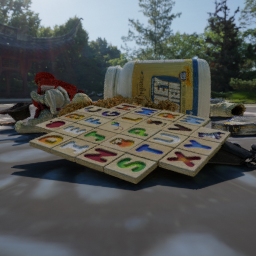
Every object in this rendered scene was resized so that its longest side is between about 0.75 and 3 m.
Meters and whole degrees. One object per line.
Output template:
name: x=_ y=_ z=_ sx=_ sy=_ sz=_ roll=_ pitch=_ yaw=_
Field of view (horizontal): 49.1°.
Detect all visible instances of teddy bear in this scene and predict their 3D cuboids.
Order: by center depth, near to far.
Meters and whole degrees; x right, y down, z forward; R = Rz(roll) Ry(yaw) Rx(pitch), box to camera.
teddy bear: x=-0.230 y=-0.331 z=5.914 sx=2.654 sy=0.886 sz=1.924 roll=7 pitch=30 yaw=28

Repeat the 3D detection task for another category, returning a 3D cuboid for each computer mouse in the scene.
computer mouse: x=1.315 y=0.285 z=3.929 sx=1.284 sy=0.338 sz=0.889 roll=2 pitch=7 yaw=15

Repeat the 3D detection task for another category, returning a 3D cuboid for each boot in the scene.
boot: x=4.968 y=-0.913 z=13.410 sx=2.068 sy=0.745 sz=1.599 roll=-10 pitch=10 yaw=-32

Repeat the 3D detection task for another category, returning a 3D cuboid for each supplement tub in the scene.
supplement tub: x=0.815 y=-0.898 z=7.711 sx=2.652 sy=1.918 sz=1.918 roll=0 pitch=6 yaw=10

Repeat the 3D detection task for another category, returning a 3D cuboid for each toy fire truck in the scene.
toy fire truck: x=-2.467 y=-1.100 z=10.168 sx=1.744 sy=1.164 sz=2.077 roll=2 pitch=-26 yaw=-12

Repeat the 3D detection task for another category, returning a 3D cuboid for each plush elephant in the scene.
plush elephant: x=-2.119 y=-0.508 z=7.371 sx=1.535 sy=1.188 sz=1.264 roll=1 pitch=6 yaw=6

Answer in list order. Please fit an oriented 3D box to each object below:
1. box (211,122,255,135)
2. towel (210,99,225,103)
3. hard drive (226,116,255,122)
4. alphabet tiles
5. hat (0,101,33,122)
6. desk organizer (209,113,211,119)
box: x=2.793 y=-0.008 z=7.091 sx=1.057 sy=0.255 sz=0.837 roll=-1 pitch=6 yaw=-14
towel: x=2.940 y=-1.278 z=13.365 sx=2.726 sy=0.325 sz=1.973 roll=8 pitch=10 yaw=40
hard drive: x=3.174 y=-0.173 z=7.994 sx=0.650 sy=0.125 sz=0.985 roll=0 pitch=-11 yaw=-1
alphabet tiles: x=-0.007 y=0.037 z=4.047 sx=2.582 sy=0.082 sz=2.149 roll=13 pitch=26 yaw=33
hat: x=-3.931 y=-0.538 z=10.193 sx=1.438 sy=0.580 sz=1.438 roll=-15 pitch=20 yaw=5
desk organizer: x=3.036 y=-0.512 z=11.768 sx=0.315 sy=0.293 sz=0.817 roll=-2 pitch=6 yaw=-39
